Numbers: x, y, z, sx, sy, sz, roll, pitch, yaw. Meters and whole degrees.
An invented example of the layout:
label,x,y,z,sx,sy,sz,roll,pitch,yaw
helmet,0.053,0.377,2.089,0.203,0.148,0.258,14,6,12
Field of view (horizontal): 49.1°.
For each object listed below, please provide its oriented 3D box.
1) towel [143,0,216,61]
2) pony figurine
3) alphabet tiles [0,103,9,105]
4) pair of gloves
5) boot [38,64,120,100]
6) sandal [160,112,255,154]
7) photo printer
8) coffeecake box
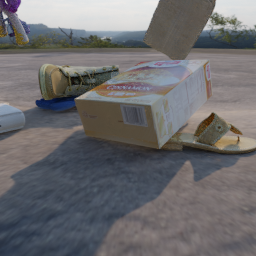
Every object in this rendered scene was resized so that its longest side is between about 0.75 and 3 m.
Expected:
label,x,y,z,sx,sy,sz,roll,pitch,yaw
towel,1.598,-3.450,9.093,1.711,2.582,0.445,33,51,4
pony figurine,-2.884,-2.768,5.778,2.234,2.314,1.927,-21,56,-14
alphabet tiles,-4.576,-0.528,8.479,1.837,0.137,1.878,-7,20,-22
pair of gloves,-1.795,-0.984,9.586,2.257,0.320,2.808,-1,18,3
boot,-1.373,-1.512,8.921,2.283,1.064,2.953,0,11,5
sandal,1.660,0.036,5.848,2.263,0.744,0.830,0,19,2
photo printer,-3.511,-0.181,6.848,1.251,0.522,1.503,18,25,41
coffeecake box,0.486,-0.738,6.645,2.073,0.987,2.701,8,33,37
